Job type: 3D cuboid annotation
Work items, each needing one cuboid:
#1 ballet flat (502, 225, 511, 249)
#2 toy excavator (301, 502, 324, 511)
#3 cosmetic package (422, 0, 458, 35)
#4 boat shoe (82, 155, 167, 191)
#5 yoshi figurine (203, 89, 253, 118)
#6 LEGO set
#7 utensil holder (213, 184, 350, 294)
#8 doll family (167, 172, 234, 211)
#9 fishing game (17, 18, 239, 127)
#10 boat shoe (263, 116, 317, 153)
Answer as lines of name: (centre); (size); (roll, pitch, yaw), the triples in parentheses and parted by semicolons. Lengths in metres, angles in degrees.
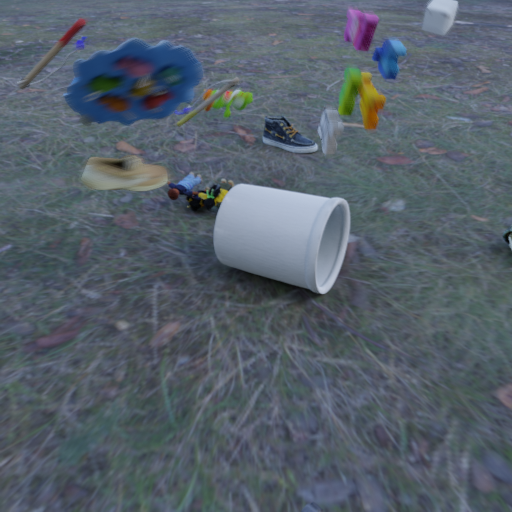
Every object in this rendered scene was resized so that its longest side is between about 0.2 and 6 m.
ballet flat: (5.356, 0.020, 10.633); (0.742, 0.742, 1.999); (-4, 31, -6)
toy excavator: (0.288, 3.171, 5.572); (1.175, 1.142, 0.587); (7, 19, -48)
cosmetic package: (3.246, -4.241, 9.899); (0.417, 0.417, 0.505); (24, 53, 20)
boat shoe: (-2.137, -1.419, 9.414); (1.509, 0.501, 0.558); (-11, 45, -40)
yoshi figurine: (-0.642, -3.508, 12.764); (1.108, 0.623, 0.621); (-4, 25, -11)
LEGO set: (2.128, -3.661, 11.554); (1.139, 2.985, 1.225); (0, 47, -15)
utensil holder: (0.480, -0.368, 10.185); (2.004, 1.703, 1.703); (14, 35, 25)
doll family: (-1.154, -1.346, 12.627); (1.889, 0.741, 1.092); (10, 38, 25)
fishing game: (-2.122, -2.844, 9.768); (2.498, 0.542, 3.489); (-24, -16, 34)
boat shoe: (0.926, -3.419, 15.700); (1.723, 0.782, 0.610); (19, 37, 27)
